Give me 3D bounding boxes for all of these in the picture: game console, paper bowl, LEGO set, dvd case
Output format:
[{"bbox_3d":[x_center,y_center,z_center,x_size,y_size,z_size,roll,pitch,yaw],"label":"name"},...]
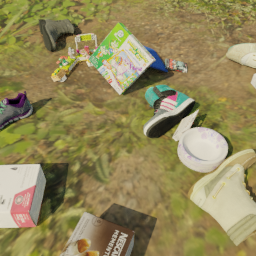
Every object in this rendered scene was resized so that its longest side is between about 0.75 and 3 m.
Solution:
[{"bbox_3d":[0.525,-2.738,11.827,1.590,1.102,1.863,-33,46,12],"label":"game console"},{"bbox_3d":[2.128,0.688,8.118,1.364,0.710,1.364,0,46,0],"label":"paper bowl"},{"bbox_3d":[-2.029,-3.024,11.461,2.921,1.087,1.344,-28,52,-25],"label":"LEGO set"},{"bbox_3d":[2.001,-2.586,11.623,0.921,0.101,0.672,11,46,-3],"label":"dvd case"}]

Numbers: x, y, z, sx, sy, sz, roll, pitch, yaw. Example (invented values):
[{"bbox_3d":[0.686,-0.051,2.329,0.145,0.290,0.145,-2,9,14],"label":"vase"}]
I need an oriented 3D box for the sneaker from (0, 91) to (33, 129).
[{"bbox_3d":[-4.202,-0.529,9.164,2.079,0.910,0.774,-33,54,-28],"label":"sneaker"}]

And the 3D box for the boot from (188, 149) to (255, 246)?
[{"bbox_3d":[2.930,1.659,7.102,2.304,0.830,1.782,-30,52,-19],"label":"boot"}]

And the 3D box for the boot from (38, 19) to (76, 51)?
[{"bbox_3d":[-3.220,-4.543,13.184,1.623,0.841,2.484,-11,48,-18],"label":"boot"}]

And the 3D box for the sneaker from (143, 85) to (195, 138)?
[{"bbox_3d":[1.001,-0.683,9.224,1.432,0.992,2.372,39,49,25],"label":"sneaker"}]

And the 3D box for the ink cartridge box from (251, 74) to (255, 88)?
[{"bbox_3d":[5.288,-1.610,10.531,0.780,0.452,1.077,-10,47,-9],"label":"ink cartridge box"}]

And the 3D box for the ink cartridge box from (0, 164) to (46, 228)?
[{"bbox_3d":[-3.217,1.709,7.059,1.942,0.804,1.423,-1,46,-1],"label":"ink cartridge box"}]

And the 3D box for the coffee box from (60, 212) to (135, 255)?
[{"bbox_3d":[-0.830,3.048,5.698,1.275,0.888,2.229,17,48,16],"label":"coffee box"}]

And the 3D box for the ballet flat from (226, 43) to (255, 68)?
[{"bbox_3d":[5.556,-2.875,11.455,2.910,0.981,0.907,3,56,3],"label":"ballet flat"}]

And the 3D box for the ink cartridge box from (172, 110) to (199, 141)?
[{"bbox_3d":[1.882,-0.079,8.822,0.211,0.830,0.942,43,52,-9],"label":"ink cartridge box"}]

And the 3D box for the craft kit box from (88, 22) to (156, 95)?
[{"bbox_3d":[-0.246,-2.437,10.006,1.808,1.785,0.439,48,24,3],"label":"craft kit box"}]
